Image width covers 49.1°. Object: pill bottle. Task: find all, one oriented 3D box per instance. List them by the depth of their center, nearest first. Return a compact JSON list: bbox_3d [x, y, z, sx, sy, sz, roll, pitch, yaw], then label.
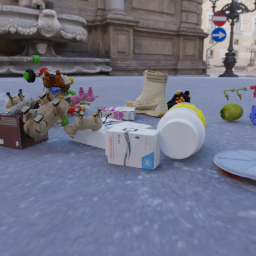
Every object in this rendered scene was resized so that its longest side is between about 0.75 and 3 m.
[{"bbox_3d":[1.402,0.054,7.286,1.192,1.192,2.120,4,14,16],"label":"pill bottle"}]

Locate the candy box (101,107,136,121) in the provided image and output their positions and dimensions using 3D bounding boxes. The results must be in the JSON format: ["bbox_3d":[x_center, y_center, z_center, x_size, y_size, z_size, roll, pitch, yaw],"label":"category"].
[{"bbox_3d":[-0.382,-0.613,11.832,1.390,0.424,0.948,1,13,5],"label":"candy box"}]

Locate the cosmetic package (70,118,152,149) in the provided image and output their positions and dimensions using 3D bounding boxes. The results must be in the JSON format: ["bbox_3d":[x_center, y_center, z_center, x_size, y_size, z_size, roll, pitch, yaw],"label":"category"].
[{"bbox_3d":[-0.522,0.154,8.402,2.002,0.517,1.510,10,19,37],"label":"cosmetic package"}]

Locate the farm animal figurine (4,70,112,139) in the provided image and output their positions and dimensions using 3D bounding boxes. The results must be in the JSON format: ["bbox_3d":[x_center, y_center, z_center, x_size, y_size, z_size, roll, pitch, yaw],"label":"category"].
[{"bbox_3d":[-1.931,-0.400,7.730,2.193,1.156,2.217,-33,64,-26],"label":"farm animal figurine"}]

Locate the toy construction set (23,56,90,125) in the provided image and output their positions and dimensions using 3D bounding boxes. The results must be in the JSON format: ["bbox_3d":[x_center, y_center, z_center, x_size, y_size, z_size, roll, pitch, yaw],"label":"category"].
[{"bbox_3d":[-2.600,-1.303,11.300,2.829,2.359,2.173,36,32,30],"label":"toy construction set"}]

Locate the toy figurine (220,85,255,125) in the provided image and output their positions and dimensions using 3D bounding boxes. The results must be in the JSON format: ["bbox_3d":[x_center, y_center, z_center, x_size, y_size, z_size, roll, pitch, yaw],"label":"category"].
[{"bbox_3d":[5.146,-0.776,10.611,2.756,1.454,1.651,-3,19,-7],"label":"toy figurine"}]

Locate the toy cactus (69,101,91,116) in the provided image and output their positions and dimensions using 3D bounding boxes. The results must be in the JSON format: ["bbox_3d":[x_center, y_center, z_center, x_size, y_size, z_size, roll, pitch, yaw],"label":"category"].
[{"bbox_3d":[-2.483,-0.933,12.870,1.274,0.789,1.544,-6,20,22],"label":"toy cactus"}]

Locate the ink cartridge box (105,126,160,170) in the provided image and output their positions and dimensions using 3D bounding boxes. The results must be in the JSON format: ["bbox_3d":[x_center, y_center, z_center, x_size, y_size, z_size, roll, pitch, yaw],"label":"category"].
[{"bbox_3d":[-0.004,0.433,6.488,1.423,0.824,0.475,5,16,23],"label":"ink cartridge box"}]

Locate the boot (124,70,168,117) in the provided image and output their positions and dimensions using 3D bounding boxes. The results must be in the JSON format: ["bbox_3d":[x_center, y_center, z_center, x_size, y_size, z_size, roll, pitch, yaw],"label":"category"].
[{"bbox_3d":[0.803,-1.632,12.760,0.929,1.984,2.552,-10,17,-37],"label":"boot"}]

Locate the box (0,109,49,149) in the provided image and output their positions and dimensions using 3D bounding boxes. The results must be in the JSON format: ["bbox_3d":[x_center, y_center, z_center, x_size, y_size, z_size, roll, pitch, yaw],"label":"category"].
[{"bbox_3d":[-3.054,-0.009,8.148,0.936,0.927,1.128,6,14,25],"label":"box"}]

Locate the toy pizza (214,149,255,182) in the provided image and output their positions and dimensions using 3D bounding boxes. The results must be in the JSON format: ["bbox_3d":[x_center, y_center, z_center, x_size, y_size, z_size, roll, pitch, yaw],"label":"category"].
[{"bbox_3d":[2.765,0.837,5.928,1.843,0.292,1.843,1,12,0],"label":"toy pizza"}]

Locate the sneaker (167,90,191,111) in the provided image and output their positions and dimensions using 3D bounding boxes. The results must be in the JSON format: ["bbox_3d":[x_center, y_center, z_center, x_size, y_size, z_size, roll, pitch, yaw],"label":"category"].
[{"bbox_3d":[2.303,-1.329,13.603,0.787,1.013,2.251,12,18,42],"label":"sneaker"}]
